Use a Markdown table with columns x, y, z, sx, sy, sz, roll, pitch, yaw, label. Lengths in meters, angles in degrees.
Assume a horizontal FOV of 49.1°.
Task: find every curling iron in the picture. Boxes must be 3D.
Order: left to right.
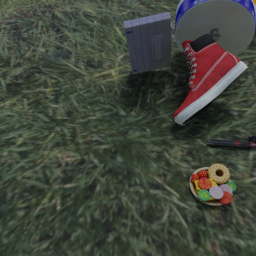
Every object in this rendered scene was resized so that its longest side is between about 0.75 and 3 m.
| x | y | z | sx | sy | sz | roll | pitch | yaw | label |
| --- | --- | --- | --- | --- | --- | --- | --- | --- | --- |
| 3.191 | 0.422 | 8.418 | 1.623 | 0.207 | 0.402 | -2 | 36 | 0 | curling iron |

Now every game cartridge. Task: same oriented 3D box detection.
| x | y | z | sx | sy | sz | roll | pitch | yaw | label |
| --- | --- | --- | --- | --- | --- | --- | --- | --- | --- |
| 0.745 | -2.831 | 9.646 | 1.541 | 2.378 | 0.456 | -16 | 63 | 0 | game cartridge |

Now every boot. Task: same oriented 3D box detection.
| x | y | z | sx | sy | sz | roll | pitch | yaw | label |
| --- | --- | --- | --- | --- | --- | --- | --- | --- | --- |
| 2.058 | -1.624 | 8.979 | 2.859 | 1.035 | 2.062 | -44 | 80 | -6 | boot |

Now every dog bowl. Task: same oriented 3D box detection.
| x | y | z | sx | sy | sz | roll | pitch | yaw | label |
| --- | --- | --- | --- | --- | --- | --- | --- | --- | --- |
| 3.127 | -3.758 | 10.226 | 2.814 | 2.814 | 1.108 | 7 | 58 | 6 | dog bowl |

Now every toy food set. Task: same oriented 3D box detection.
| x | y | z | sx | sy | sz | roll | pitch | yaw | label |
| --- | --- | --- | --- | --- | --- | --- | --- | --- | --- |
| 2.241 | 1.514 | 7.421 | 1.178 | 0.287 | 1.166 | -7 | 50 | -7 | toy food set |

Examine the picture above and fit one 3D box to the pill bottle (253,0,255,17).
| x | y | z | sx | sy | sz | roll | pitch | yaw | label |
| --- | --- | --- | --- | --- | --- | --- | --- | --- | --- |
| 5.248 | -5.056 | 12.259 | 2.617 | 1.476 | 1.476 | -35 | 58 | -25 | pill bottle |
